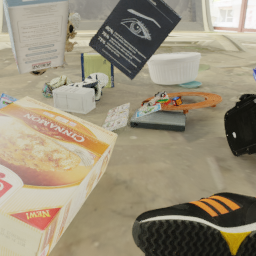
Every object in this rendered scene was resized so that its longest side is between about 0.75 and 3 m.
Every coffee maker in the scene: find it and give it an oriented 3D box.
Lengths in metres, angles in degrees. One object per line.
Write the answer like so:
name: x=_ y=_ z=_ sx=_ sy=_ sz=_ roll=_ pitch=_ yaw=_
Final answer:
coffee maker: x=3.859 y=-0.063 z=6.599 sx=2.297 sy=1.547 sz=2.207 roll=-5 pitch=8 yaw=-13

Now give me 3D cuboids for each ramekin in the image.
ramekin: x=2.241 y=-2.942 z=13.719 sx=2.634 sy=1.227 sz=2.634 roll=-6 pitch=20 yaw=2

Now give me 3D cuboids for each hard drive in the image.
hard drive: x=1.008 y=-0.277 z=9.017 sx=1.677 sy=0.276 sz=1.170 roll=5 pitch=23 yaw=11

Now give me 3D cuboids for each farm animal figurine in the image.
farm animal figurine: x=-2.118 y=-2.474 z=8.416 sx=1.137 sy=2.261 sz=1.826 roll=42 pitch=1 yaw=-9

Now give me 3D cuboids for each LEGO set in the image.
LEGO set: x=0.496 y=-0.503 z=8.934 sx=2.502 sy=0.614 sz=1.869 roll=-20 pitch=21 yaw=12

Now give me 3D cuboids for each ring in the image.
ring: x=1.965 y=-0.941 z=10.179 sx=2.788 sy=0.268 sz=2.788 roll=-5 pitch=16 yaw=1

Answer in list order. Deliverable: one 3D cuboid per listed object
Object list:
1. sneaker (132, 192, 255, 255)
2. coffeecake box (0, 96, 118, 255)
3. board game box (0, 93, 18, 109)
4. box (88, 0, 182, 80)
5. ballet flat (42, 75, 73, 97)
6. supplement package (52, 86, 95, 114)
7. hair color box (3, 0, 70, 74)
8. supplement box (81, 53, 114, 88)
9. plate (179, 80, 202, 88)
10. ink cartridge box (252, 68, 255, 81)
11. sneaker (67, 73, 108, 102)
sneaker: x=1.267 y=1.476 z=4.355 sx=2.500 sy=0.874 sz=1.125 roll=3 pitch=19 yaw=-6
coffeecake box: x=-1.791 y=0.695 z=5.021 sx=2.267 sy=1.079 sz=2.953 roll=23 pitch=28 yaw=7
board game box: x=-2.889 y=-0.212 z=7.825 sx=1.625 sy=0.393 sz=2.148 roll=24 pitch=13 yaw=-24
box: x=0.216 y=-3.366 z=9.768 sx=1.978 sy=2.673 sz=1.395 roll=38 pitch=14 yaw=-12
ballet flat: x=-2.937 y=-1.927 z=12.268 sx=0.737 sy=0.737 sz=2.049 roll=10 pitch=25 yaw=22
supplement package: x=-1.956 y=-1.053 z=10.190 sx=1.338 sy=0.761 sz=0.733 roll=10 pitch=27 yaw=21
hair color box: x=-1.775 y=-1.909 z=5.459 sx=1.014 sy=0.621 sz=2.048 roll=-17 pitch=-14 yaw=-21
supplement box: x=-1.423 y=-2.710 z=13.105 sx=1.485 sy=1.487 sz=0.998 roll=-3 pitch=24 yaw=-7
plate: x=2.928 y=-2.087 z=13.359 sx=1.167 sy=0.149 sz=1.167 roll=0 pitch=23 yaw=0
ink cartridge box: x=6.115 y=-1.784 z=10.557 sx=2.906 sy=1.109 sz=1.982 roll=-2 pitch=53 yaw=-2
sneaker: x=-1.285 y=-1.593 z=11.325 sx=1.421 sy=0.872 sz=2.184 roll=21 pitch=31 yaw=37
